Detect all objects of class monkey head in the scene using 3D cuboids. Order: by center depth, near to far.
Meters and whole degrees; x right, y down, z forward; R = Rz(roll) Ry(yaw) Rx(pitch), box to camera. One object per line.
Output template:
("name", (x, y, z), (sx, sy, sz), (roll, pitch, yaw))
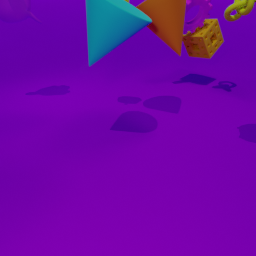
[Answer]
("monkey head", (-3.434, -3.645, 8.066), (1.951, 1.176, 1.404), (6, 14, -22))

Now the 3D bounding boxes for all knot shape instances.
("knot shape", (3.673, -3.958, 8.807), (1.151, 0.569, 1.230), (-51, 8, -22))

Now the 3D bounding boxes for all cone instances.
("cone", (-0.510, -1.951, 5.932), (1.492, 1.497, 1.492), (25, 27, -14))
("cone", (1.072, -2.550, 7.173), (1.502, 1.507, 1.502), (-23, 11, 5))

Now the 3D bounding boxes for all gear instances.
("gear", (2.232, -3.989, 9.777), (1.454, 1.454, 0.269), (-13, 55, -23))

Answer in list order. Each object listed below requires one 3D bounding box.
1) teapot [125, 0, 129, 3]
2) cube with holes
("teapot", (-0.474, -3.300, 7.146), (0.931, 1.498, 0.733), (0, 50, 22))
("cube with holes", (2.895, -3.472, 10.887), (1.030, 1.030, 1.030), (23, 67, 46))
